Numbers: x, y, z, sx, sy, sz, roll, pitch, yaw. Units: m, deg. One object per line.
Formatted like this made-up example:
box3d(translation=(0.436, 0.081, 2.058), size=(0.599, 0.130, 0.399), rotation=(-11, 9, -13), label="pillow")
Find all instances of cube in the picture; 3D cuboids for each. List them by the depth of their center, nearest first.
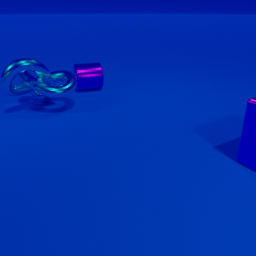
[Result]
box3d(translation=(3.040, 0.150, 5.129), size=(1.320, 1.320, 1.320), rotation=(-15, 28, -30), label="cube")

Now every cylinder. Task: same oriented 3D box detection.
box3d(translation=(-1.428, -1.842, 10.025), size=(0.933, 0.933, 0.933), rotation=(-8, 25, -17), label="cylinder")

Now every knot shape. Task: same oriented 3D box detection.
box3d(translation=(-2.680, -1.330, 7.960), size=(2.080, 0.961, 1.946), rotation=(2, -3, 31), label="knot shape")
